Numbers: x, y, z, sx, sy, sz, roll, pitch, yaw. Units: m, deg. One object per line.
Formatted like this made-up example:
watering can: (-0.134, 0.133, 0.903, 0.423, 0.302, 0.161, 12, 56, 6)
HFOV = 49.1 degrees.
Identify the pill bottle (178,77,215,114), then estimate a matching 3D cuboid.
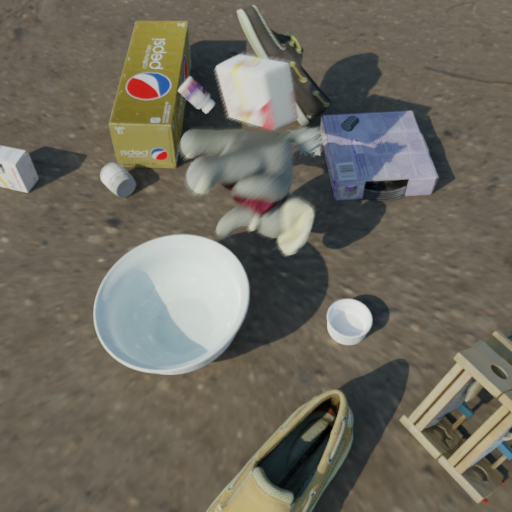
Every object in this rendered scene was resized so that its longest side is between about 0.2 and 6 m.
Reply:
pill bottle: (-1.160, -3.162, 11.079, 0.698, 0.389, 0.389, 41, 54, -20)

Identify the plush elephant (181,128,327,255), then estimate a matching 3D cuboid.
plush elephant: (-0.018, -1.037, 9.162, 2.394, 1.853, 1.971, -11, 31, -14)

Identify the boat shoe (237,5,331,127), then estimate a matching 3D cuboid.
boat shoe: (0.598, -3.896, 11.265, 0.836, 2.778, 0.990, -31, 40, 11)

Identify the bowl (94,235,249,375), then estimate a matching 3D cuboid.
bowl: (-1.215, 0.897, 8.709, 2.350, 1.056, 2.350, -3, 56, 4)

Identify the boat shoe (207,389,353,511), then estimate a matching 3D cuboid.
boat shoe: (0.091, 3.062, 6.960, 1.249, 1.328, 3.487, 26, 57, 19)

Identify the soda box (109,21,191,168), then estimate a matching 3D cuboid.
soda box: (-2.185, -3.574, 12.082, 1.238, 1.170, 3.655, 1, 52, 0)

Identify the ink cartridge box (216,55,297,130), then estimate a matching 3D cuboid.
ink cartridge box: (-0.002, -2.677, 9.149, 0.539, 0.938, 1.293, -33, 38, -23)

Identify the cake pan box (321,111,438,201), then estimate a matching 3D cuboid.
cake pan box: (2.422, -2.046, 11.329, 1.976, 0.561, 2.145, -6, 53, -2)

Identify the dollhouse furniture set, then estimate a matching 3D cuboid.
dollhouse furniture set: (3.463, 2.107, 7.916, 2.087, 1.471, 1.462, -10, 48, -45)

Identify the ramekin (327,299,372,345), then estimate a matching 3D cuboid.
ramekin: (1.490, 1.092, 9.070, 0.720, 0.351, 0.720, 0, 52, 0)

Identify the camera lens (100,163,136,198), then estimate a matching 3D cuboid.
camera lens: (-2.705, -1.487, 10.930, 0.493, 0.493, 0.616, -34, 60, -23)

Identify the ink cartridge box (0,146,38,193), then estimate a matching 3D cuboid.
ink cartridge box: (-4.935, -1.731, 10.932, 1.068, 0.788, 0.457, 13, 54, 11)
